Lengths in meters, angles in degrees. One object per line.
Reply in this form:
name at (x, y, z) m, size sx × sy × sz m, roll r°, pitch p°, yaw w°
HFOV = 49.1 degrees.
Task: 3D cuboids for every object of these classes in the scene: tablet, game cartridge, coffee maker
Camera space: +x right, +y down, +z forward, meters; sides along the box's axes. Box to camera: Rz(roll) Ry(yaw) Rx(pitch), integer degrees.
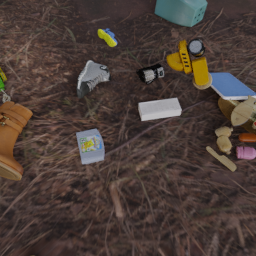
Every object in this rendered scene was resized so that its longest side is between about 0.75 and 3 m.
tablet at (3.867, -1.679, 10.980) m, size 1.474 × 0.155 × 2.266 m, roll -3°, pitch 33°, yaw -12°
game cartridge at (-1.283, 0.599, 9.727) m, size 0.867 × 0.263 × 1.300 m, roll -11°, pitch 54°, yaw -12°
coffee maker at (0.941, -2.343, 11.684) m, size 0.935 × 0.630 × 0.898 m, roll -18°, pitch 55°, yaw -14°

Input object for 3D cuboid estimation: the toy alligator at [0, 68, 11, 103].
toy alligator at (-5.410, -2.051, 11.417) m, size 0.757 × 0.693 × 2.553 m, roll -28°, pitch 58°, yaw -20°

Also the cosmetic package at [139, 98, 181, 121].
cosmetic package at (1.193, -0.702, 10.599) m, size 1.510 × 0.382 × 0.623 m, roll -8°, pitch 54°, yaw -6°

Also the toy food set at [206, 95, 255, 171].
toy food set at (3.949, 0.234, 9.579) m, size 2.541 × 0.400 × 1.615 m, roll -45°, pitch 67°, yaw -6°

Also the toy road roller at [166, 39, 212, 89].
toy road roller at (2.086, -2.119, 9.613) m, size 1.294 × 1.089 × 1.772 m, roll -13°, pitch 94°, yaw 20°

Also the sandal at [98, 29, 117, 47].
sandal at (-0.875, -4.351, 13.281) m, size 0.579 × 0.528 × 1.330 m, roll -26°, pitch 59°, yaw -23°

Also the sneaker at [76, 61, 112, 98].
sneaker at (-1.296, -1.959, 11.326) m, size 1.192 × 0.775 × 2.065 m, roll 10°, pitch 53°, yaw 5°

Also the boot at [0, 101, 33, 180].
boot at (-4.034, 0.306, 9.533) m, size 2.952 × 1.132 × 2.292 m, roll 23°, pitch 54°, yaw 27°

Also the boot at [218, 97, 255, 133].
boot at (4.616, -0.772, 10.409) m, size 1.648 × 0.772 × 2.120 m, roll -38°, pitch 63°, yaw -25°

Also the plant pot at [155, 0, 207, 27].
plant pot at (2.743, -6.184, 14.082) m, size 2.169 × 1.532 × 1.533 m, roll 41°, pitch 63°, yaw 20°
